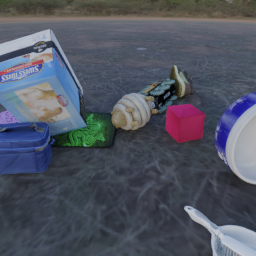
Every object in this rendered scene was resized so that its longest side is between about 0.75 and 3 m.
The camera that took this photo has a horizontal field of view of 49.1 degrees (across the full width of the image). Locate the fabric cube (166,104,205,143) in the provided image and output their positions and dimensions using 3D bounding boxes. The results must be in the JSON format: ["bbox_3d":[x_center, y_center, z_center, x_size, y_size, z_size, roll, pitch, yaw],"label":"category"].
[{"bbox_3d":[1.877,-0.181,9.269,0.939,0.921,0.936,-8,27,-17],"label":"fabric cube"}]

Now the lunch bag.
[{"bbox_3d":[-2.911,0.454,7.680,1.784,1.180,1.212,-4,27,-5],"label":"lunch bag"}]

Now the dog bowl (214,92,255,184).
[{"bbox_3d":[3.337,0.239,6.958,2.202,2.202,0.867,-6,24,-11],"label":"dog bowl"}]

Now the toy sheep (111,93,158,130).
[{"bbox_3d":[0.238,-0.600,9.713,1.983,1.367,1.367,-28,37,-32],"label":"toy sheep"}]

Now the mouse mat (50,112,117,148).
[{"bbox_3d":[-1.459,-0.011,9.856,2.177,0.102,2.706,1,28,3],"label":"mouse mat"}]

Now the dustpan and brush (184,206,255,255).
[{"bbox_3d":[1.800,2.092,5.089,1.341,0.550,1.921,-23,34,-38],"label":"dustpan and brush"}]

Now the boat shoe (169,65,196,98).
[{"bbox_3d":[2.577,-2.192,13.363,0.940,1.022,2.860,7,29,-3],"label":"boat shoe"}]

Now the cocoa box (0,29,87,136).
[{"bbox_3d":[-2.505,-1.139,8.359,1.787,2.680,1.759,-15,60,3],"label":"cocoa box"}]

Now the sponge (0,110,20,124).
[{"bbox_3d":[-4.278,-0.132,9.748,1.497,0.400,2.684,18,32,33],"label":"sponge"}]

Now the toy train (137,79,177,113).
[{"bbox_3d":[1.134,-1.334,11.650,1.375,1.028,2.413,1,26,31],"label":"toy train"}]
